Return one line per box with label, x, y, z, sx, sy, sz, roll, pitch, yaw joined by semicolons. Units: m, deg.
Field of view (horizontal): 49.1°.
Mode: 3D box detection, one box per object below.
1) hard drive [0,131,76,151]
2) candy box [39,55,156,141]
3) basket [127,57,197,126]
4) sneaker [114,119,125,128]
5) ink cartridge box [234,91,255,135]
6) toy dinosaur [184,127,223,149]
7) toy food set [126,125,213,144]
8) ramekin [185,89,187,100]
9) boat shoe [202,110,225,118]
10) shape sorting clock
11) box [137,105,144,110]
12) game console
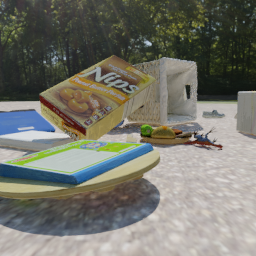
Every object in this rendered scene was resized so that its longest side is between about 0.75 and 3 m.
hard drive;-2.374;0.338;7.704;2.020;0.270;1.332;5;9;29
candy box;-0.758;-0.897;7.980;1.729;0.828;2.995;35;50;20
basket;1.653;-1.670;13.340;2.349;2.894;2.921;3;8;42
sneaker;-0.993;-0.187;10.342;2.353;0.948;1.723;15;22;-27
ink cartridge box;4.928;-0.535;9.682;1.529;1.489;2.378;-2;8;-14
toy dinosaur;2.103;0.405;7.487;0.498;0.948;0.860;34;17;-28
toy food set;1.162;0.123;8.484;2.462;0.494;1.699;0;7;-1
ramekin;2.643;-1.582;15.741;1.073;2.202;2.202;-7;6;6
boat shoe;4.960;-0.827;16.157;1.323;0.471;0.462;0;7;0
shape sorting clock;-0.760;0.625;4.416;2.558;0.502;2.558;-5;9;1
box;-0.586;-1.416;12.041;1.836;1.851;1.140;-28;-32;13
game console;-4.045;0.153;9.384;2.009;1.393;2.354;38;25;23
